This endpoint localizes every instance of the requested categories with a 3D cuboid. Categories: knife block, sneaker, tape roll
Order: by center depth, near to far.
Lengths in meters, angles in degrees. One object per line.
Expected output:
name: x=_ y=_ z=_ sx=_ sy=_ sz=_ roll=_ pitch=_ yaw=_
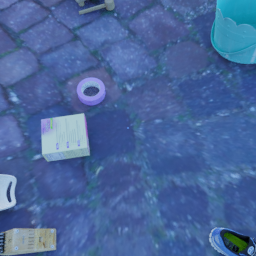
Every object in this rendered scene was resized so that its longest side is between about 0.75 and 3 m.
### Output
sneaker: x=2.889 y=3.065 z=6.711 sx=1.861 sy=0.830 sz=0.731 roll=30 pitch=68 yaw=13
knife block: x=-2.825 y=2.898 z=7.047 sx=1.611 sy=1.414 sz=0.515 roll=19 pitch=55 yaw=-42
tape roll: x=-1.195 y=-1.194 z=9.121 sx=0.898 sy=0.295 sz=0.898 roll=0 pitch=63 yaw=1

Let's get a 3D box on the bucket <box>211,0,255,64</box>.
bucket: x=4.049 y=-3.484 z=9.320 sx=2.545 sy=1.656 sz=2.545 roll=-4 pitch=55 yaw=6

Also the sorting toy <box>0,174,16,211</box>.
sorting toy: x=-3.624 y=1.757 z=7.490 sx=1.196 sy=0.710 sz=1.328 roll=-4 pitch=62 yaw=-10

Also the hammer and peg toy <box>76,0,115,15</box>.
hammer and peg toy: x=-1.509 y=-5.442 z=10.953 sx=1.612 sy=0.773 sz=2.191 roll=-26 pitch=66 yaw=-12

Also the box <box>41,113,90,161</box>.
box: x=-1.824 y=0.281 z=8.206 sx=1.276 sy=0.617 sz=1.122 roll=-8 pitch=64 yaw=-5
